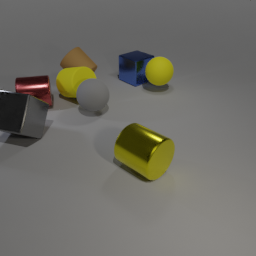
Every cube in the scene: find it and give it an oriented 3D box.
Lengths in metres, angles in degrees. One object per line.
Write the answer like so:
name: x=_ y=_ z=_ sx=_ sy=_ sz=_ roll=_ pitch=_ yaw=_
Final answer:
cube: x=-3.961 y=-0.466 z=10.234 sx=1.400 sy=1.400 sz=1.400 roll=9 pitch=-7 yaw=14
cube: x=0.455 y=-3.271 z=15.248 sx=1.400 sy=1.400 sz=1.400 roll=-25 pitch=40 yaw=-34

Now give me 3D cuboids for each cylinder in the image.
cylinder: x=-2.406 y=-2.123 z=13.092 sx=1.400 sy=1.400 sz=1.400 roll=8 pitch=29 yaw=45
cylinder: x=-4.194 y=-1.615 z=12.579 sx=1.400 sy=1.400 sz=1.400 roll=-7 pitch=33 yaw=-12
cylinder: x=0.517 y=0.718 z=8.842 sx=1.400 sy=1.400 sz=1.400 roll=26 pitch=41 yaw=36
cylinder: x=-2.568 y=-3.251 z=14.659 sx=1.400 sy=1.400 sz=1.400 roll=46 pitch=39 yaw=-4

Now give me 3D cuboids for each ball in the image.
ball: x=1.558 y=-2.819 z=13.916 sx=1.400 sy=1.400 sz=1.400 roll=0 pitch=32 yaw=0
ball: x=-1.488 y=-1.404 z=11.923 sx=1.400 sy=1.400 sz=1.400 roll=0 pitch=32 yaw=0
